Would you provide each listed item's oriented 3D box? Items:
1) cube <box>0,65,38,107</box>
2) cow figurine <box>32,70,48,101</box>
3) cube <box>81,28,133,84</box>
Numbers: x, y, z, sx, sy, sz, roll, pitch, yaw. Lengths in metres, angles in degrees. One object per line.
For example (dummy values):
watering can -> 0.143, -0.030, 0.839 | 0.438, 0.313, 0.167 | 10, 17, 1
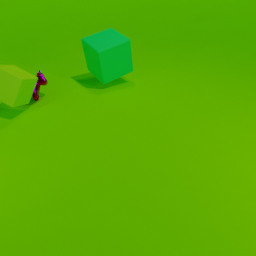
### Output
cube -> -3.519, -1.301, 8.557 | 0.942, 0.942, 0.942 | 28, 16, 4
cow figurine -> -3.289, -1.454, 9.624 | 1.036, 1.020, 0.569 | -4, -6, -9
cube -> -0.767, -2.752, 10.637 | 1.366, 1.366, 1.366 | -28, 47, -20
